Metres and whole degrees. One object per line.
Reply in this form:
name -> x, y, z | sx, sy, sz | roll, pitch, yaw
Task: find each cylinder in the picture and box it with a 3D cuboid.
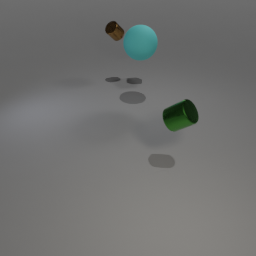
cylinder -> 1.404, -0.327, 7.493 | 0.700, 0.700, 0.700 | -24, 11, 41
cylinder -> -0.646, -4.749, 13.722 | 0.700, 0.700, 0.700 | 24, -1, 34

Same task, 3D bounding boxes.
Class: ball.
ball -> 0.507, -3.477, 11.453 | 1.400, 1.400, 1.400 | 0, 31, 0
